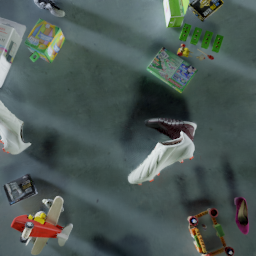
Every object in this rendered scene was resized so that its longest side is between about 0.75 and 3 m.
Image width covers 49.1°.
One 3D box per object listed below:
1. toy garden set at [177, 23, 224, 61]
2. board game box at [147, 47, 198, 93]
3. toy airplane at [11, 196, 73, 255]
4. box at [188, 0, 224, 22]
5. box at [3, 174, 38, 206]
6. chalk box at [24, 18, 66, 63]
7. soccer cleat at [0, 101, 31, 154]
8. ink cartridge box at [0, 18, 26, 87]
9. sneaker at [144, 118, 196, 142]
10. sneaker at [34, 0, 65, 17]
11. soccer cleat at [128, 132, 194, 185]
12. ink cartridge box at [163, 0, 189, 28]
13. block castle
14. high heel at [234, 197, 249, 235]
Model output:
[{"bbox_3d":[2.988,-3.479,11.888,1.744,0.348,1.454,20,77,3],"label":"toy garden set"},{"bbox_3d":[1.842,-2.436,11.732,1.774,0.258,1.194,36,82,6],"label":"board game box"},{"bbox_3d":[-2.993,3.546,10.228,1.916,1.352,1.908,-26,119,-13],"label":"toy airplane"},{"bbox_3d":[3.406,-5.376,12.261,1.211,0.299,0.967,-40,84,-7],"label":"box"},{"bbox_3d":[-4.157,2.374,10.834,1.081,0.269,0.852,-24,80,-4],"label":"box"},{"bbox_3d":[-3.480,-3.427,11.545,0.995,1.000,1.607,27,82,5],"label":"chalk box"},{"bbox_3d":[-4.751,-0.288,11.055,1.063,0.949,2.740,-24,87,-10],"label":"soccer cleat"},{"bbox_3d":[-5.613,-3.387,11.522,1.743,1.002,2.977,18,80,3],"label":"ink cartridge box"},{"bbox_3d":[1.636,0.276,10.985,2.077,0.786,1.200,5,82,0],"label":"sneaker"},{"bbox_3d":[-3.265,-5.463,12.128,1.498,0.565,0.852,28,83,7],"label":"sneaker"},{"bbox_3d":[1.126,1.126,10.501,2.798,0.969,1.085,-29,107,6],"label":"soccer cleat"},{"bbox_3d":[1.944,-5.153,11.488,0.651,1.719,1.270,-6,80,-1],"label":"ink cartridge box"},{"bbox_3d":[2.995,3.935,10.268,1.174,0.824,1.757,-20,80,-3],"label":"block castle"},{"bbox_3d":[4.303,3.296,10.461,0.473,0.674,1.402,-13,80,-2],"label":"high heel"}]
